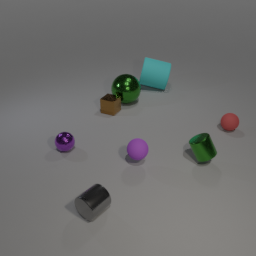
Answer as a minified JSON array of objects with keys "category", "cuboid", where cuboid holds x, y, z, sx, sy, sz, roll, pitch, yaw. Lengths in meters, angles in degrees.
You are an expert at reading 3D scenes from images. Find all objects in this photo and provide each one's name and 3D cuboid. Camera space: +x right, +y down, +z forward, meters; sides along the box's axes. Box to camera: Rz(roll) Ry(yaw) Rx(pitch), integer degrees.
[{"category":"ball","cuboid":[4.014,-0.244,11.037,0.700,0.700,0.700,0,30,0]},{"category":"cube","cuboid":[-0.767,-1.049,12.488,0.700,0.700,0.700,13,33,22]},{"category":"ball","cuboid":[0.310,0.679,8.976,0.700,0.700,0.700,0,30,0]},{"category":"cylinder","cuboid":[1.405,-2.848,14.669,1.400,1.400,1.400,14,31,0]},{"category":"ball","cuboid":[-0.090,-1.840,13.194,1.400,1.400,1.400,0,30,0]},{"category":"ball","cuboid":[-2.222,0.477,9.851,0.700,0.700,0.700,0,30,0]},{"category":"cylinder","cuboid":[-0.916,1.928,7.324,0.700,0.700,0.700,22,36,33]},{"category":"cylinder","cuboid":[2.424,0.622,9.065,0.700,0.700,0.700,-26,14,7]}]
